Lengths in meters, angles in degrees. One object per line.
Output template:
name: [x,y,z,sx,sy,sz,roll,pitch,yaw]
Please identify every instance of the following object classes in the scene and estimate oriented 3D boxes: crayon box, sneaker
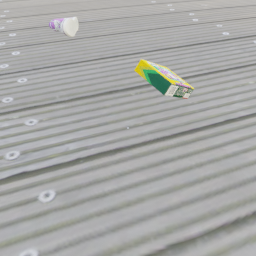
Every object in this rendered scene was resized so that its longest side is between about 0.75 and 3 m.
crayon box: [0.901,-1.173,6.835,1.055,0.356,1.223,44,25,28]
sneaker: [-1.396,-2.105,5.858,0.574,0.365,1.007,-2,23,1]
